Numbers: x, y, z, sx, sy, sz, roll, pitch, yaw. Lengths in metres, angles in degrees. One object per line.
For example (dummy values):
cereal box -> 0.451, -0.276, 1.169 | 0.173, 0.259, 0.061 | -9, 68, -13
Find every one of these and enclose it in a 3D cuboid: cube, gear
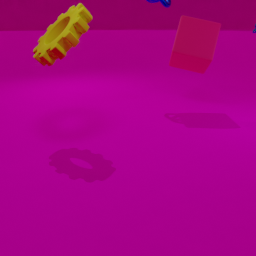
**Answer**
cube -> 2.190, -2.744, 9.380 | 1.287, 1.287, 1.287 | 15, -7, 5
gear -> -1.580, -2.222, 6.684 | 1.670, 0.309, 1.670 | -27, 42, 27

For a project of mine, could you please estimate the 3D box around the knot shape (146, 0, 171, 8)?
knot shape -> 1.046, -4.560, 9.673 | 1.127, 0.521, 1.054 | 15, 21, -10

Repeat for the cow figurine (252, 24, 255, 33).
cow figurine -> 4.516, -2.843, 9.001 | 0.706, 1.286, 1.266 | -20, 25, 26
